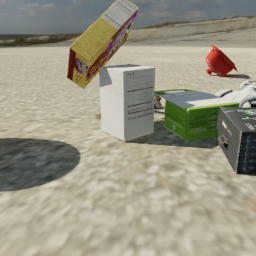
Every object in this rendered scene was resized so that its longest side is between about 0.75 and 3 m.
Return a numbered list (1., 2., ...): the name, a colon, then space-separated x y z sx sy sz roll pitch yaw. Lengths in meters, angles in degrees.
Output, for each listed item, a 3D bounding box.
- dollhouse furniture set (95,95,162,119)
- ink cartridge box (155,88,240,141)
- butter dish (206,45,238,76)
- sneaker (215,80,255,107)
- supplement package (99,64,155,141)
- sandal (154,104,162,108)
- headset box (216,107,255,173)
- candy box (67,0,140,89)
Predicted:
1. dollhouse furniture set: 0.076 -0.528 9.468 1.517 0.869 1.779 18 51 34
2. ink cartridge box: 1.855 -0.546 8.521 1.748 0.896 2.365 -8 21 -21
3. butter dish: 5.511 -3.947 17.390 2.071 1.531 2.065 41 23 -10
4. sneaker: 4.286 -0.947 9.641 2.589 0.973 1.488 -17 26 -27
5. supplement package: -0.022 -0.746 7.674 1.103 1.842 1.117 -15 25 -37
6. sandal: 0.566 -0.958 10.524 1.407 0.337 0.529 6 20 16
7. headset box: 3.111 0.215 6.289 2.075 0.963 1.807 1 20 3
8. candy box: -0.749 -2.501 8.225 0.716 1.479 2.535 36 64 1
